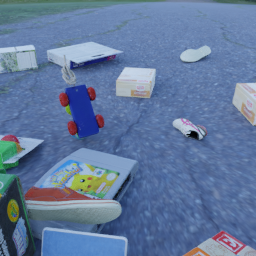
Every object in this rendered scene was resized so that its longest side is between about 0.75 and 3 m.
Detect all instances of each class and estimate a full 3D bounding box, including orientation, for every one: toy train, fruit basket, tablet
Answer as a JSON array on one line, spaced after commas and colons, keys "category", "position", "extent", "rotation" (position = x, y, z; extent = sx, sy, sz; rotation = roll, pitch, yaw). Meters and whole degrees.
[{"category": "toy train", "position": [-1.410, -0.722, 7.437], "extent": [0.896, 2.117, 1.225], "rotation": [-15, -7, -22]}, {"category": "fruit basket", "position": [-3.051, 0.544, 7.023], "extent": [1.353, 0.685, 1.461], "rotation": [5, 14, 9]}, {"category": "tablet", "position": [-0.666, 1.941, 4.128], "extent": [1.286, 0.837, 0.088], "rotation": [4, 2, 7]}]

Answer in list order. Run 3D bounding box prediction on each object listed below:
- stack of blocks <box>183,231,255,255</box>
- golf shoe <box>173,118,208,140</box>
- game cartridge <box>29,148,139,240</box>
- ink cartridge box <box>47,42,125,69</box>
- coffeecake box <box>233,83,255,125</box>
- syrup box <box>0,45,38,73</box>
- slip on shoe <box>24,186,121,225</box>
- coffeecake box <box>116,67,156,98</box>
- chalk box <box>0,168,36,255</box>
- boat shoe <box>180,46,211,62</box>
[{"category": "stack of blocks", "position": [0.952, 2.181, 2.813], "extent": [1.593, 0.810, 2.766], "rotation": [26, 18, 39]}, {"category": "golf shoe", "position": [1.707, 0.020, 8.025], "extent": [1.067, 0.387, 0.491], "rotation": [23, 37, 35]}, {"category": "game cartridge", "position": [-0.981, 1.260, 5.773], "extent": [1.664, 0.505, 2.496], "rotation": [8, 30, 21]}, {"category": "ink cartridge box", "position": [-2.173, -3.681, 14.393], "extent": [2.872, 0.633, 2.925], "rotation": [-24, 39, -35]}, {"category": "coffeecake box", "position": [4.846, -0.833, 9.103], "extent": [2.208, 0.807, 1.695], "rotation": [-1, 29, -2]}, {"category": "syrup box", "position": [-5.592, -3.220, 13.195], "extent": [2.436, 0.959, 0.992], "rotation": [-12, 32, -20]}, {"category": "slip on shoe", "position": [-0.950, 1.208, 4.566], "extent": [1.731, 0.641, 0.530], "rotation": [-1, 46, 13]}, {"category": "coffeecake box", "position": [0.347, -1.822, 11.056], "extent": [1.307, 0.622, 1.702], "rotation": [6, 30, 10]}, {"category": "chalk box", "position": [-2.439, 1.664, 3.783], "extent": [1.695, 1.707, 2.735], "rotation": [3, 28, 4]}, {"category": "boat shoe", "position": [3.500, -3.805, 14.838], "extent": [1.959, 0.713, 0.605], "rotation": [-23, -7, -23]}]
